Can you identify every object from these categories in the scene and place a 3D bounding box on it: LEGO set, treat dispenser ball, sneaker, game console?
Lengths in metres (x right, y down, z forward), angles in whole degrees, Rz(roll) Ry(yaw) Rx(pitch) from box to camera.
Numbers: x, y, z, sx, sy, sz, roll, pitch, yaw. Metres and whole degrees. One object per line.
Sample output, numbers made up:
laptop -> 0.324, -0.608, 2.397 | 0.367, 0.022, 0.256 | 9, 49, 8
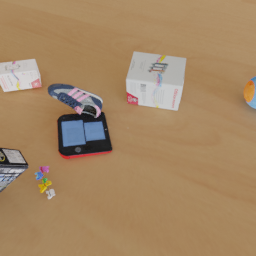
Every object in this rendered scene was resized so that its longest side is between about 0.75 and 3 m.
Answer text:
LEGO set -> -1.781, 1.158, 6.116 | 0.309, 0.287, 0.753 | -25, 78, 19
treat dispenser ball -> 3.820, -1.019, 7.964 | 0.988, 0.988, 0.988 | 0, 46, 0
sneaker -> -1.409, -0.719, 7.489 | 1.531, 0.537, 0.628 | 14, 50, -17
game console -> -1.177, 0.139, 7.428 | 1.337, 0.235, 1.512 | -9, 47, -8

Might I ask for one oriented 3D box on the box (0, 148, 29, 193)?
box -> -3.097, 0.999, 4.891 | 1.740, 2.159, 0.530 | -43, 70, 9

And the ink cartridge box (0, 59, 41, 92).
ink cartridge box -> -3.436, -1.559, 8.465 | 1.429, 0.832, 0.482 | -10, 63, -10

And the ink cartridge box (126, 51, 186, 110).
ink cartridge box -> 0.815, -1.347, 8.099 | 1.550, 1.127, 1.121 | 10, 59, 7
